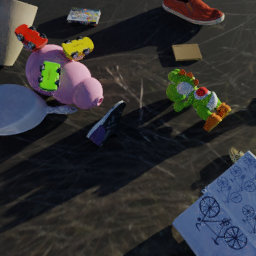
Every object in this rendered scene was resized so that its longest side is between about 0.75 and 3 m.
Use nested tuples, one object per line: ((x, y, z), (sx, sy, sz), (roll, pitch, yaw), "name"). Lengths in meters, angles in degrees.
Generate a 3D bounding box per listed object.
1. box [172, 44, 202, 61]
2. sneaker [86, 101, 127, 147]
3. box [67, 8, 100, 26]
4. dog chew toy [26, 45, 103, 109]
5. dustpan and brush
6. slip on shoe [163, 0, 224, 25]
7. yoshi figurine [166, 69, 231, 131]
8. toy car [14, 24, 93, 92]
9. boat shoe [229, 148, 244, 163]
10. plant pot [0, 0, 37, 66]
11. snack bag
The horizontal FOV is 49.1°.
((2.423, -3.127, 11.574), (1.082, 0.115, 0.885), (-4, 57, -3), "box")
((-0.510, -0.097, 9.346), (0.793, 0.686, 1.812), (40, 66, 4), "sneaker")
((-2.009, -5.077, 12.791), (1.348, 0.254, 0.921), (6, 56, 4), "box")
((-2.099, -1.644, 9.681), (2.830, 1.762, 1.762), (32, 62, 11), "dog chew toy")
((-3.214, -0.665, 9.639), (2.835, 0.811, 1.978), (-6, 61, 4), "dustpan and brush")
((2.940, -5.494, 12.691), (2.956, 0.904, 1.095), (29, 59, 16), "slip on shoe")
((2.248, -0.983, 9.748), (2.376, 1.336, 1.331), (46, 107, 11), "yoshi figurine")
((-2.437, -2.092, 8.937), (2.504, 0.558, 2.356), (8, 63, -13), "toy car")
((3.547, 1.031, 8.650), (0.408, 0.352, 1.117), (-17, 58, -11), "boat shoe")
((-4.734, -3.644, 10.506), (2.217, 2.367, 2.217), (15, 18, -5), "plant pot")
((2.816, 2.505, 6.809), (2.951, 0.316, 2.782), (-44, 60, 12), "snack bag")
